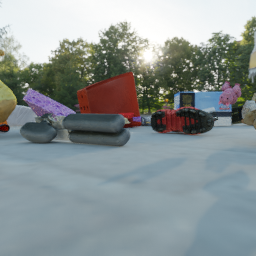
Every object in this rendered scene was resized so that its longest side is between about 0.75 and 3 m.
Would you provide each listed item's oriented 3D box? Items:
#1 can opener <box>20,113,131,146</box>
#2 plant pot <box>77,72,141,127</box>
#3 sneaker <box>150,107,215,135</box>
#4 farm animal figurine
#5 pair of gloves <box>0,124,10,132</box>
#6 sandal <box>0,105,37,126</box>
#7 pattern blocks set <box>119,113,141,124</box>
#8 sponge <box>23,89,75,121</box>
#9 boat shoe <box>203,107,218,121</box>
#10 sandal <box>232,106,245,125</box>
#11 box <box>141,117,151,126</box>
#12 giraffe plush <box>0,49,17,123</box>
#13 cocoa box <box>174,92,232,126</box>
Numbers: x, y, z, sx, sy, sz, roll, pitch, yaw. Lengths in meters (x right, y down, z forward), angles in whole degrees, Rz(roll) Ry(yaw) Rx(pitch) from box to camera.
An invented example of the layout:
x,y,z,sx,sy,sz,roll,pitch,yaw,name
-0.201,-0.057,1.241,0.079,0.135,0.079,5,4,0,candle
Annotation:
x,y,z,sx,sy,sz,roll,pitch,yaw,name
-0.911,0.083,4.665,2.006,0.528,0.667,0,37,31,can opener
-0.927,-1.012,11.740,1.951,2.214,2.212,-12,7,-23,plant pot
1.513,-0.198,7.301,0.954,0.691,1.954,-4,3,-37,sneaker
2.339,-0.130,4.347,1.609,1.002,1.992,19,-3,-5,farm animal figurine
-4.927,-0.012,7.346,2.453,0.340,2.753,1,4,30,pair of gloves
-5.605,-0.562,12.453,0.883,1.180,3.080,0,-7,40,sandal
-0.734,-0.261,9.781,2.437,0.197,2.142,-3,12,-15,pattern blocks set
-1.958,-0.387,7.341,1.196,0.320,2.144,26,-11,-7,sponge
2.202,-0.219,8.784,1.540,0.526,0.568,-15,-14,-33,boat shoe
5.981,-0.618,14.072,2.759,1.095,0.787,2,-11,43,sandal
0.893,-0.348,13.882,1.445,0.441,1.824,-1,3,-23,box
-3.524,-0.568,6.235,2.013,2.333,1.892,-5,-25,-19,giraffe plush
3.466,-0.890,13.242,2.393,1.570,1.596,0,2,1,cocoa box
